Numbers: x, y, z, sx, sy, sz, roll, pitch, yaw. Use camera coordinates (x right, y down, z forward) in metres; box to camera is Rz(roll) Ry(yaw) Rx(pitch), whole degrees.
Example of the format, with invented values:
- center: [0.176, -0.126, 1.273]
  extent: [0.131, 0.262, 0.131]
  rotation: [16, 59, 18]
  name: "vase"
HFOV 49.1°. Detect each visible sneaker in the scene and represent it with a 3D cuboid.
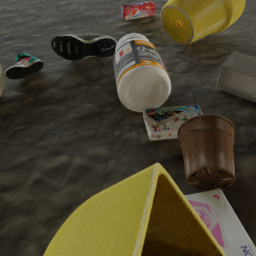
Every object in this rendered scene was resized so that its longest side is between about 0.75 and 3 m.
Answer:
- center: [-3.871, -2.263, 10.006]
  extent: [0.871, 0.603, 1.443]
  rotation: [35, 45, 26]
  name: "sneaker"
- center: [-1.702, -3.221, 10.967]
  extent: [2.549, 0.942, 1.011]
  rotation: [-2, 32, -11]
  name: "sneaker"

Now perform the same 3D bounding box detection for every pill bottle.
- center: [0.335, -1.863, 8.881]
  extent: [1.560, 1.560, 2.681]
  rotation: [-5, 43, -5]
  name: "pill bottle"

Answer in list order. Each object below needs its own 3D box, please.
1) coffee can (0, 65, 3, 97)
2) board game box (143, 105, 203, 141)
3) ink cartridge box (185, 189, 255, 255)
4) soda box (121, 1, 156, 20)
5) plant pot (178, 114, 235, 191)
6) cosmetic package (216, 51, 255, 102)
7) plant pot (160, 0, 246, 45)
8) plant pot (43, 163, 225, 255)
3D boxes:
- center: [-5.097, -1.566, 8.637]
  extent: [1.955, 1.430, 1.430]
  rotation: [-4, 42, -5]
  name: "coffee can"
- center: [1.344, -0.179, 7.956]
  extent: [1.682, 0.291, 1.062]
  rotation: [-5, 42, -6]
  name: "board game box"
- center: [1.269, 2.195, 5.256]
  extent: [2.003, 0.434, 1.966]
  rotation: [-9, 43, -12]
  name: "ink cartridge box"
- center: [0.518, -5.880, 14.016]
  extent: [1.710, 0.599, 0.542]
  rotation: [-18, 45, -18]
  name: "soda box"
- center: [1.819, 0.630, 6.418]
  extent: [1.353, 1.353, 1.340]
  rotation: [4, 51, 5]
  name: "plant pot"
- center: [4.138, -1.531, 8.951]
  extent: [2.252, 1.015, 1.203]
  rotation: [26, 52, 23]
  name: "cosmetic package"
- center: [2.880, -4.895, 11.572]
  extent: [2.629, 2.794, 2.794]
  rotation: [-42, 55, -17]
  name: "plant pot"
- center: [-0.147, 2.230, 3.717]
  extent: [2.257, 2.206, 2.192]
  rotation: [-25, 23, 29]
  name: "plant pot"
